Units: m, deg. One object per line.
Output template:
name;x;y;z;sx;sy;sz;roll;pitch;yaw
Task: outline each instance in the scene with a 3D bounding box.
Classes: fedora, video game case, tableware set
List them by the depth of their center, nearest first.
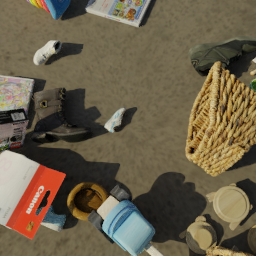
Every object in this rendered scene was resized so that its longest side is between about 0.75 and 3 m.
tableware set;3.200;3.328;8.451;2.410;0.335;2.884;-41;78;-9
fedora;-1.219;2.335;8.746;1.304;0.532;1.304;1;56;-1
video game case;-4.310;-0.944;10.193;1.417;0.178;1.978;7;72;-3
video game case;-0.386;-5.386;12.123;2.432;0.219;1.742;19;69;8

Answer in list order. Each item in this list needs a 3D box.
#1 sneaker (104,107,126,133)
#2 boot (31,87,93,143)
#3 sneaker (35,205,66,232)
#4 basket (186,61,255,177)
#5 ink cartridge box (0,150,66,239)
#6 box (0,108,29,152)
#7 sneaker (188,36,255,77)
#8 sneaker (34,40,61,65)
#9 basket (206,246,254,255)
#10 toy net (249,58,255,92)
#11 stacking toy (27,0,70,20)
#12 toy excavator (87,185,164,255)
sneaker;-0.380;-0.296;9.979;0.417;0.395;1.033;38;78;5
boot;-2.358;-0.530;9.822;2.308;0.799;2.009;-2;68;2
sneaker;-2.632;2.637;8.679;1.505;0.556;0.617;24;71;-2
basket;2.504;-0.011;8.436;2.221;2.981;2.128;42;75;13
ink cartridge box;-3.364;1.868;8.416;2.519;0.719;2.047;8;64;36
box;-4.627;0.278;8.397;2.952;1.624;0.512;-12;62;-35
sneaker;3.741;-2.550;10.568;2.631;1.006;1.507;-11;70;-1
sneaker;-3.078;-2.925;10.776;0.713;0.454;1.233;15;65;47
basket;2.580;4.400;7.044;1.802;1.881;2.525;11;76;13
toy net;5.242;-2.059;10.660;1.092;0.402;2.081;16;68;6
stacking toy;-3.841;-5.661;11.820;2.545;1.477;1.397;16;66;21
toy excavator;0.397;3.214;7.896;1.299;2.529;2.601;-44;46;-16
